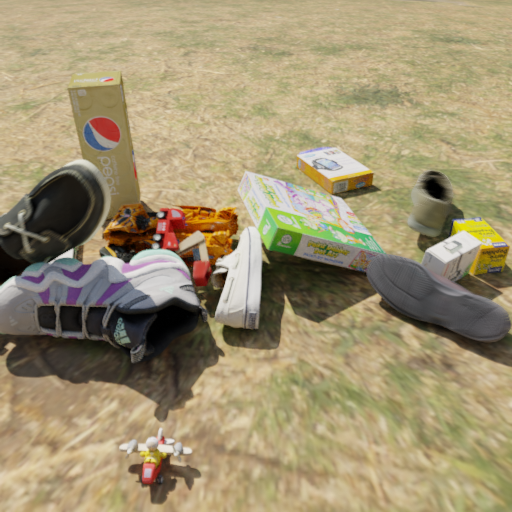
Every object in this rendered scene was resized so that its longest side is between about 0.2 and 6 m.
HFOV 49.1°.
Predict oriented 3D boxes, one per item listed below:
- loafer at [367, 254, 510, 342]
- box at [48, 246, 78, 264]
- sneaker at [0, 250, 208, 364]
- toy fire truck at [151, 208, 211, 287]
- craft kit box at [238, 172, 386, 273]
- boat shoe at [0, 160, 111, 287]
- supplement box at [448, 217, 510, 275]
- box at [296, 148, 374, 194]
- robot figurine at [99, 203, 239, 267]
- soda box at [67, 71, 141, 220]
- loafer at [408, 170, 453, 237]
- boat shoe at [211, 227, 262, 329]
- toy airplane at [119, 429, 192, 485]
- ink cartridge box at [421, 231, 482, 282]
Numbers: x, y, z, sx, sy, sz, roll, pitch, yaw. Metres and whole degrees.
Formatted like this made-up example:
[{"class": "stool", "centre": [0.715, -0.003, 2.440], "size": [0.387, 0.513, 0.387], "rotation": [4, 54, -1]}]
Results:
[{"class": "loafer", "centre": [3.149, 0.762, 9.799], "size": [2.569, 0.923, 0.809], "rotation": [29, 8, 33]}, {"class": "box", "centre": [-4.354, 0.151, 10.963], "size": [1.607, 0.405, 2.227], "rotation": [-7, 35, -10]}, {"class": "sneaker", "centre": [-2.399, 0.990, 8.831], "size": [3.354, 1.304, 2.346], "rotation": [-15, 35, -20]}, {"class": "toy fire truck", "centre": [-1.353, -0.204, 10.442], "size": [1.098, 0.380, 1.557], "rotation": [0, 60, 5]}, {"class": "craft kit box", "centre": [1.061, -0.703, 11.343], "size": [2.453, 0.603, 2.484], "rotation": [10, 29, -23]}, {"class": "boat shoe", "centre": [-3.564, -0.373, 9.138], "size": [3.326, 1.194, 1.124], "rotation": [-30, 13, 34]}, {"class": "supplement box", "centre": [4.445, -0.215, 11.275], "size": [0.635, 0.639, 1.167], "rotation": [-6, 34, -9]}, {"class": "box", "centre": [1.970, -2.298, 14.687], "size": [1.236, 0.431, 2.076], "rotation": [-14, 33, -20]}, {"class": "robot figurine", "centre": [-1.823, -0.488, 11.523], "size": [2.798, 0.814, 2.028], "rotation": [3, 34, 4]}, {"class": "soda box", "centre": [-3.247, -2.348, 12.265], "size": [1.049, 3.098, 0.992], "rotation": [-6, 35, -7]}, {"class": "loafer", "centre": [3.982, -1.350, 12.392], "size": [0.963, 0.892, 2.561], "rotation": [19, 35, 7]}, {"class": "boat shoe", "centre": [-0.370, 0.322, 10.288], "size": [0.908, 0.923, 2.602], "rotation": [3, 40, -1]}, {"class": "toy airplane", "centre": [-1.301, 2.511, 7.239], "size": [0.725, 0.511, 0.722], "rotation": [-25, 40, -32]}, {"class": "ink cartridge box", "centre": [3.636, 0.117, 10.592], "size": [1.105, 0.804, 0.464], "rotation": [-23, 48, -30]}]
